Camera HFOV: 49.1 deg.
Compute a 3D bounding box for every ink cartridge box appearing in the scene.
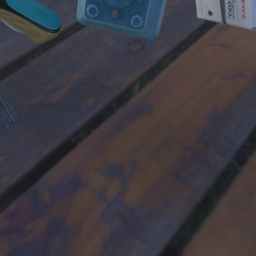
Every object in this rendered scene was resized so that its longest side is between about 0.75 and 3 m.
[{"bbox_3d":[2.658,-3.656,6.681,1.166,2.031,2.797,-17,29,-5],"label":"ink cartridge box"}]

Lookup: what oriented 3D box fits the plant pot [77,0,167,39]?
[{"bbox_3d":[-0.096,-3.063,6.056,2.105,2.111,2.150,12,31,-1],"label":"plant pot"}]

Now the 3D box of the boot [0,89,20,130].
[{"bbox_3d":[-3.357,-0.257,5.718,1.748,0.634,1.589,-36,84,-30],"label":"boot"}]

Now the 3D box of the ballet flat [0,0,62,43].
[{"bbox_3d":[-2.591,-2.477,5.464,2.634,0.830,0.904,29,57,-34],"label":"ballet flat"}]
